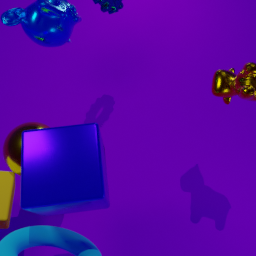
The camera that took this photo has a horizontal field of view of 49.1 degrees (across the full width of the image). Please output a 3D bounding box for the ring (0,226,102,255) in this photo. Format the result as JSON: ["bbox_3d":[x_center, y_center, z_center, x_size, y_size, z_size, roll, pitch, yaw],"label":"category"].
[{"bbox_3d":[-1.114,1.900,4.070,1.571,1.571,0.314,16,95,8],"label":"ring"}]

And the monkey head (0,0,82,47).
[{"bbox_3d":[-1.588,-2.229,5.458,1.026,1.702,1.224,-30,78,29],"label":"monkey head"}]

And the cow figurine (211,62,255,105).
[{"bbox_3d":[2.481,-0.866,5.642,1.510,1.486,0.829,8,93,13],"label":"cow figurine"}]

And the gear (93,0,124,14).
[{"bbox_3d":[-0.504,-3.366,6.628,0.226,1.222,1.222,-3,59,34],"label":"gear"}]

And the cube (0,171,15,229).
[{"bbox_3d":[-2.988,1.520,5.916,1.005,1.005,1.005,8,60,-18],"label":"cube"}]

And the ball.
[{"bbox_3d":[-2.050,0.469,6.063,1.213,1.213,1.213,0,64,0],"label":"ball"}]

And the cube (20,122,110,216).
[{"bbox_3d":[-0.901,0.673,4.275,1.097,1.097,1.097,-7,68,-3],"label":"cube"}]
